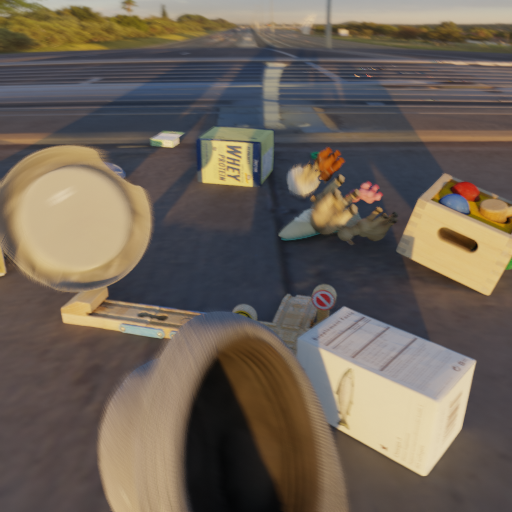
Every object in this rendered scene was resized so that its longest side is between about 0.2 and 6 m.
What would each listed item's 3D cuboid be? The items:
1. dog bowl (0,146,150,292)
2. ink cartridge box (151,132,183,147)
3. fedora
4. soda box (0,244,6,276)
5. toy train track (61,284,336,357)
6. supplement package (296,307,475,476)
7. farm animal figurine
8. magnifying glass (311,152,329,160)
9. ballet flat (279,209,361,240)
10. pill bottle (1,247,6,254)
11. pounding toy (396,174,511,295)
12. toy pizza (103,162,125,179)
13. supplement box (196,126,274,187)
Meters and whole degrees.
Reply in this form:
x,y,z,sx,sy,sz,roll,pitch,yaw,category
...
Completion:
x,y,z,sx,sy,sz,roll,pitch,yaw,category
-2.419,-0.453,7.453,1.932,1.932,0.566,-13,-4,-25,dog bowl
-2.571,-3.405,16.346,0.679,0.224,0.933,7,26,14,ink cartridge box
-0.306,1.549,4.046,1.033,2.287,2.023,-14,25,32,fedora
-5.438,-0.750,9.381,1.229,1.315,3.861,-18,30,-33,soda box
-0.487,0.722,7.025,4.175,0.679,2.395,6,25,13,toy train track
1.230,1.273,5.582,1.496,0.875,0.878,20,32,36,supplement package
1.348,-0.800,9.308,1.793,0.935,1.773,49,35,3,farm animal figurine
1.808,-2.517,14.601,0.473,0.133,1.189,-8,24,-17,magnifying glass
1.144,-0.623,10.010,1.608,0.559,0.559,-7,26,-19,ballet flat
-3.904,-0.239,9.270,0.880,0.488,0.488,9,26,20,pill bottle
3.501,-0.504,8.572,1.900,1.351,1.749,28,34,20,pounding toy
-4.039,-1.698,12.570,2.156,0.342,2.156,1,25,-1,toy pizza
-0.460,-2.374,13.206,1.513,1.016,1.511,6,26,12,supplement box
